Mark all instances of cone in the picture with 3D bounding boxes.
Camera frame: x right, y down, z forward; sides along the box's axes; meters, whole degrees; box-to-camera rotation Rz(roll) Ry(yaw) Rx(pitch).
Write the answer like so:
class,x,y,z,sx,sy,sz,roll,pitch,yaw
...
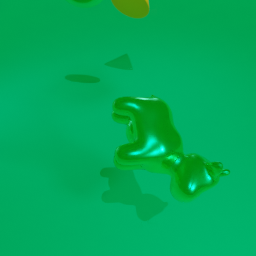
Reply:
class,x,y,z,sx,sy,sz,roll,pitch,yaw
cone,0.287,-4.352,8.683,1.267,1.267,1.272,18,77,20

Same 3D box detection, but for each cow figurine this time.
class,x,y,z,sx,sy,sz,roll,pitch,yaw
cow figurine,0.550,0.249,3.870,1.509,0.842,1.534,-2,73,-5

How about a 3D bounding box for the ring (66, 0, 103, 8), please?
class,x,y,z,sx,sy,sz,roll,pitch,yaw
ring,-1.158,-3.607,6.810,1.408,1.408,0.282,5,52,6
